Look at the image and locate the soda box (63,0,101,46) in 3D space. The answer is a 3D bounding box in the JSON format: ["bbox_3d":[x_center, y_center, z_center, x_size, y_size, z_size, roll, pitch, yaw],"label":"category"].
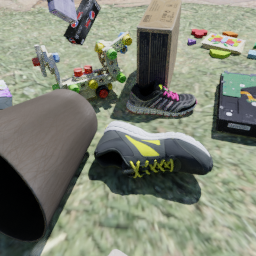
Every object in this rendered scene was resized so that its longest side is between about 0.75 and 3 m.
[{"bbox_3d":[-1.309,-3.064,8.064,0.473,0.424,1.337,18,78,31],"label":"soda box"}]

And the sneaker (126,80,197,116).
[{"bbox_3d":[0.978,-0.900,7.987,2.048,0.896,0.755,1,40,2],"label":"sneaker"}]

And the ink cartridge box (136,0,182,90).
[{"bbox_3d":[1.005,-2.588,8.939,1.035,2.271,2.756,9,41,10],"label":"ink cartridge box"}]

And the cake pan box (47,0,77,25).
[{"bbox_3d":[-1.701,-3.213,7.127,0.246,0.867,0.941,-15,-6,25],"label":"cake pan box"}]

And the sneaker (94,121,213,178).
[{"bbox_3d":[0.461,0.699,6.169,2.686,1.000,1.137,12,46,27],"label":"sneaker"}]

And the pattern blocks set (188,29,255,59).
[{"bbox_3d":[3.995,-3.558,11.688,2.957,0.240,2.599,11,41,13],"label":"pattern blocks set"}]

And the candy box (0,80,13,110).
[{"bbox_3d":[-4.059,-0.981,8.241,1.013,0.432,1.208,-9,36,-32],"label":"candy box"}]

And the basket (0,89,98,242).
[{"bbox_3d":[-1.818,0.411,5.678,1.816,2.408,2.671,-20,20,30],"label":"basket"}]

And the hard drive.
[{"bbox_3d":[3.577,-0.730,8.083,1.906,0.516,2.729,10,41,12],"label":"hard drive"}]

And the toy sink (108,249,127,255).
[{"bbox_3d":[-0.216,2.570,4.004,0.807,0.693,1.238,23,50,25],"label":"toy sink"}]

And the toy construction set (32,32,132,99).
[{"bbox_3d":[-1.268,-1.750,8.226,2.884,1.891,1.329,-9,41,-10],"label":"toy construction set"}]
